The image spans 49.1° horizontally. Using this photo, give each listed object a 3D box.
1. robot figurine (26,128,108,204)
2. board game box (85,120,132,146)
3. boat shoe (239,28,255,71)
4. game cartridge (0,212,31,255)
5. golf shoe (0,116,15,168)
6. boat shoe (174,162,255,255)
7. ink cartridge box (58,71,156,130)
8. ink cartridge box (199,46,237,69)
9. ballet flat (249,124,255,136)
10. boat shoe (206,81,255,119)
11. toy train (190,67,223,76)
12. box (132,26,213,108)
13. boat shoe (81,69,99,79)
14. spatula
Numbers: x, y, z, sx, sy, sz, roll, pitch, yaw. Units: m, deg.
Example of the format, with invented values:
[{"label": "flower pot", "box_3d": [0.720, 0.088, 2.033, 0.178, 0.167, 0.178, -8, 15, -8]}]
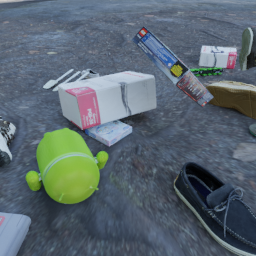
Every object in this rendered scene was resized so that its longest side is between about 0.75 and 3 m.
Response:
[{"label": "robot figurine", "box_3d": [-1.407, 0.846, 6.458, 1.848, 1.219, 2.107, -14, 34, -20]}, {"label": "board game box", "box_3d": [-0.591, 0.071, 8.623, 1.032, 0.225, 1.037, 25, 40, 34]}, {"label": "boat shoe", "box_3d": [3.501, -2.237, 7.880, 0.529, 1.758, 0.627, -9, 70, 13]}, {"label": "game cartridge", "box_3d": [-2.885, 2.106, 5.299, 1.731, 0.354, 1.152, 3, 36, 5]}, {"label": "golf shoe", "box_3d": [-3.592, 0.203, 7.765, 1.140, 0.938, 2.413, -25, 41, -34]}, {"label": "boat shoe", "box_3d": [1.900, 1.585, 5.675, 0.958, 0.800, 2.569, -16, 37, -27]}, {"label": "ink cartridge box", "box_3d": [-0.676, -1.024, 9.206, 2.698, 1.117, 1.976, -17, 23, -25]}, {"label": "ink cartridge box", "box_3d": [4.449, -3.539, 13.943, 1.695, 0.715, 1.227, 8, 33, 13]}, {"label": "ballet flat", "box_3d": [4.613, 0.199, 7.912, 0.798, 0.754, 2.367, -24, 39, -29]}, {"label": "boat shoe", "box_3d": [4.119, -1.103, 9.722, 2.864, 1.056, 0.991, 26, 46, 36]}, {"label": "toy train", "box_3d": [3.517, -2.589, 12.812, 1.675, 0.350, 0.472, -6, 22, -10]}, {"label": "box", "box_3d": [1.204, -1.425, 6.996, 1.604, 0.467, 2.343, 52, 17, 24]}, {"label": "boat shoe", "box_3d": [-1.678, -2.402, 12.408, 0.433, 0.412, 1.203, -21, 38, -30]}, {"label": "spatula", "box_3d": [-2.574, -2.036, 11.854, 1.253, 0.145, 1.801, 16, 46, 28]}]
